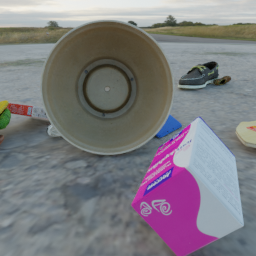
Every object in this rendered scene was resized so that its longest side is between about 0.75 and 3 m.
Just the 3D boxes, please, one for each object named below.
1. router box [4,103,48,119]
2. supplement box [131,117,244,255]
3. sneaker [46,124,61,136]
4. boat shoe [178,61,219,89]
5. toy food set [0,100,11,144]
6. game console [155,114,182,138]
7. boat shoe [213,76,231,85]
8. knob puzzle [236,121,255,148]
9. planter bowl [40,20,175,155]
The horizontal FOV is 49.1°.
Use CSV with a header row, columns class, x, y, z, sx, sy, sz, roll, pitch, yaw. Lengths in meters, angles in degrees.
class,x,y,z,sx,sy,sz,roll,pitch,yaw
router box,-2.487,-0.427,7.260,0.977,0.266,1.089,8,0,23
supplement box,0.824,0.640,3.644,0.861,0.880,1.702,-41,5,25
sneaker,-1.368,0.055,6.443,0.922,0.348,0.531,-8,20,-28
boat shoe,3.068,-2.310,12.109,1.074,0.907,3.012,15,25,35
toy food set,-3.100,0.085,6.040,1.193,0.662,2.027,-23,24,4
game console,0.627,-0.059,7.118,0.958,0.664,1.123,-24,-2,44
boat shoe,4.208,-2.049,12.312,0.960,0.345,0.326,-19,30,-21
knob puzzle,3.160,0.245,6.026,2.005,0.278,2.005,0,20,0
planter bowl,-0.428,-0.856,6.115,2.546,2.546,1.713,-2,9,-5
